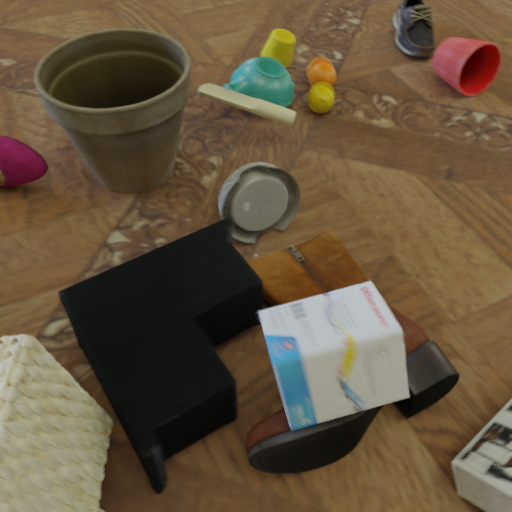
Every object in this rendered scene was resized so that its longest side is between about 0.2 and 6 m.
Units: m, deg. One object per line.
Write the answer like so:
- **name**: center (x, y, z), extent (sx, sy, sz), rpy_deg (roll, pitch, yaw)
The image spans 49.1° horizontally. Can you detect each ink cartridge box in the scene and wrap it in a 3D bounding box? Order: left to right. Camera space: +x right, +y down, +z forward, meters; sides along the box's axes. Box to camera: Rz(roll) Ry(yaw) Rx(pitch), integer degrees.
- **ink cartridge box**: center (0.849, 1.078, 6.194), extent (1.356, 0.990, 0.995), rpy_deg (-15, 30, -1)

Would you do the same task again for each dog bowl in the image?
- **dog bowl**: center (0.014, -0.896, 9.142), extent (1.389, 1.389, 0.407), rpy_deg (-18, 38, -15)

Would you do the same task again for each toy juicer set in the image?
- **toy juicer set**: center (0.467, -3.392, 11.719), extent (2.153, 0.921, 3.385), rpy_deg (33, 49, 6)

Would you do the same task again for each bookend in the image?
- **bookend**: center (-0.804, 1.132, 7.408), extent (2.611, 1.203, 2.595), rpy_deg (-26, 54, -22)

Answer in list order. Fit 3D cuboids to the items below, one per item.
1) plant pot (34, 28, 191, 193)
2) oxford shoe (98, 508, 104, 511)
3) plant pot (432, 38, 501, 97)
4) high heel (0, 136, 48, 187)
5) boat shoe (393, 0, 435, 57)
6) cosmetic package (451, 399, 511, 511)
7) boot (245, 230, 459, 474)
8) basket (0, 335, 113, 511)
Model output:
- **plant pot**: center (-2.309, -2.362, 9.831), extent (2.509, 2.177, 2.509), rpy_deg (0, 48, 0)
- **oxford shoe**: center (-1.398, 3.420, 5.826), extent (2.252, 0.650, 0.847), rpy_deg (21, 65, 36)
- **plant pot**: center (4.529, -4.211, 12.253), extent (1.177, 1.177, 1.041), rpy_deg (-21, 42, -17)
- **high heel**: center (-5.107, -1.384, 9.765), extent (2.896, 0.976, 1.392), rpy_deg (2, 37, 21)
- **boat shoe**: center (3.829, -5.658, 13.616), extent (0.857, 0.844, 2.302), rpy_deg (-3, 49, -3)
- **cosmetic package**: center (3.568, 2.074, 6.663), extent (2.557, 0.647, 1.055), rpy_deg (-32, 30, -26)
- **boot**: center (0.620, 1.012, 7.626), extent (3.003, 1.092, 3.190), rpy_deg (-25, 51, -16)
- **basket**: center (-2.763, 2.153, 5.670), extent (1.705, 2.120, 2.101), rpy_deg (-11, 45, 10)
